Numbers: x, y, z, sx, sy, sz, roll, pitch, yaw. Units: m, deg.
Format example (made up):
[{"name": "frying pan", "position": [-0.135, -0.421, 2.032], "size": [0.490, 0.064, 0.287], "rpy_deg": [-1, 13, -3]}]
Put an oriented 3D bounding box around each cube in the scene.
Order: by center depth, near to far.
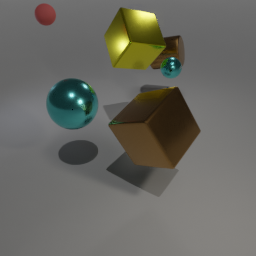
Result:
[{"name": "cube", "position": [0.670, 0.001, 6.961], "size": [1.400, 1.400, 1.400], "rpy_deg": [-3, 37, 51]}, {"name": "cube", "position": [0.198, -2.979, 9.563], "size": [1.400, 1.400, 1.400], "rpy_deg": [-3, 68, -31]}]

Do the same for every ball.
[{"name": "ball", "position": [-1.511, -0.655, 7.651], "size": [1.400, 1.400, 1.400], "rpy_deg": [0, 29, 0]}, {"name": "ball", "position": [1.422, -1.986, 9.250], "size": [0.700, 0.700, 0.700], "rpy_deg": [0, 29, 0]}, {"name": "ball", "position": [-2.802, -3.841, 9.488], "size": [0.700, 0.700, 0.700], "rpy_deg": [0, 29, 0]}]

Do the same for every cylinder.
[{"name": "cylinder", "position": [1.788, -3.474, 12.958], "size": [1.400, 1.400, 1.400], "rpy_deg": [-1, 26, 24]}]
